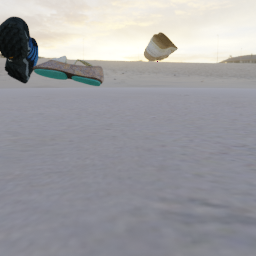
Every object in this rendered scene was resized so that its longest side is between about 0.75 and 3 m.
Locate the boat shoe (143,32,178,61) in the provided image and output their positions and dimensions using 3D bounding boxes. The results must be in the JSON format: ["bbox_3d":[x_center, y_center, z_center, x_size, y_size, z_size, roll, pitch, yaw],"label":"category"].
[{"bbox_3d":[1.276,-3.239,11.451,1.023,0.960,2.775,47,27,5],"label":"boat shoe"}]

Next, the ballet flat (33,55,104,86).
[{"bbox_3d":[-1.454,-1.483,7.041,1.746,0.587,0.594,11,-14,-10],"label":"ballet flat"}]

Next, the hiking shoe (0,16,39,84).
[{"bbox_3d":[-2.489,-1.915,6.469,0.756,0.881,2.033,25,-27,-8],"label":"hiking shoe"}]
